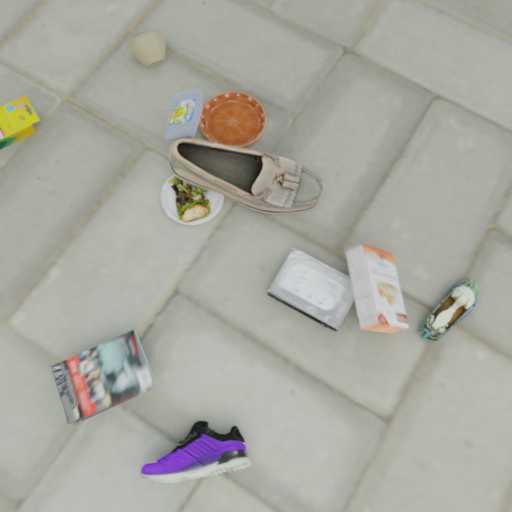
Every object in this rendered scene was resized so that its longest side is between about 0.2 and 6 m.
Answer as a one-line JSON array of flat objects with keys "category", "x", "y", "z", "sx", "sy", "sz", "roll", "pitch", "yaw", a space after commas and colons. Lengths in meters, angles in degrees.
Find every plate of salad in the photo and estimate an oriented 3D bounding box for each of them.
[{"category": "plate of salad", "x": -1.391, "y": -1.333, "z": 12.121, "sx": 1.397, "sy": 0.336, "sz": 1.397, "roll": 0, "pitch": 69, "yaw": 1}]

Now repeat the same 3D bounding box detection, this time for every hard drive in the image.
[{"category": "hard drive", "x": 1.183, "y": 0.678, "z": 11.342, "sx": 1.610, "sy": 0.305, "sz": 1.125, "roll": 29, "pitch": 72, "yaw": 12}]

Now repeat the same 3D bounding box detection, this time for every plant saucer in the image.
[{"category": "plant saucer", "x": -0.535, "y": -3.073, "z": 12.838, "sx": 1.522, "sy": 0.246, "sz": 1.522, "roll": 0, "pitch": 69, "yaw": -1}]

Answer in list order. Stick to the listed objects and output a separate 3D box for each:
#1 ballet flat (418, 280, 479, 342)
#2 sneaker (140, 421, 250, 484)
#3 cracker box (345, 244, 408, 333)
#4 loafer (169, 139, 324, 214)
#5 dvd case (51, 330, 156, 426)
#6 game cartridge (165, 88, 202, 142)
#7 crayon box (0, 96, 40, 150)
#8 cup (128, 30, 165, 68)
[{"category": "ballet flat", "x": 3.914, "y": 1.054, "z": 11.082, "sx": 0.627, "sy": 0.627, "sz": 1.689, "roll": 41, "pitch": 74, "yaw": 14}, {"category": "sneaker", "x": -1.134, "y": 3.514, "z": 10.138, "sx": 1.936, "sy": 0.673, "sz": 0.963, "roll": -7, "pitch": 65, "yaw": -8}, {"category": "cracker box", "x": 2.368, "y": 0.658, "z": 10.972, "sx": 0.465, "sy": 1.080, "sz": 1.613, "roll": -24, "pitch": 64, "yaw": 39}, {"category": "loafer", "x": -0.185, "y": -1.667, "z": 11.617, "sx": 3.391, "sy": 1.066, "sz": 1.219, "roll": 14, "pitch": 85, "yaw": -3}, {"category": "dvd case", "x": -2.834, "y": 2.239, "z": 10.387, "sx": 1.673, "sy": 0.184, "sz": 1.222, "roll": -25, "pitch": 64, "yaw": -8}, {"category": "game cartridge", "x": -1.502, "y": -2.982, "z": 11.792, "sx": 0.761, "sy": 0.231, "sz": 1.142, "roll": -2, "pitch": 70, "yaw": 27}, {"category": "crayon box", "x": -5.630, "y": -2.994, "z": 12.752, "sx": 1.320, "sy": 0.335, "sz": 0.838, "roll": -29, "pitch": 72, "yaw": -10}, {"category": "cup", "x": -2.502, "y": -4.855, "z": 13.268, "sx": 0.875, "sy": 0.875, "sz": 0.626, "roll": -24, "pitch": 99, "yaw": -9}]
